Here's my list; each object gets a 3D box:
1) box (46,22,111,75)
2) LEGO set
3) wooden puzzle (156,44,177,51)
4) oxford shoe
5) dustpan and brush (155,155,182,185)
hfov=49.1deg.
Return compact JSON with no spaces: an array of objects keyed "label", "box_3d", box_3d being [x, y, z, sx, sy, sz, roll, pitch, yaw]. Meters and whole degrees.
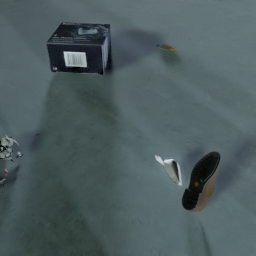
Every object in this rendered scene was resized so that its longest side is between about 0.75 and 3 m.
[{"label":"box","box_3d":[-2.167,-3.762,13.080,2.477,1.479,2.519,3,40,4]},{"label":"LEGO set","box_3d":[-3.916,0.844,8.470,1.327,0.579,2.043,-14,43,-16]},{"label":"wooden puzzle","box_3d":[1.982,-4.178,14.598,0.968,0.113,0.653,31,46,31]},{"label":"oxford shoe","box_3d":[2.010,1.407,7.343,0.608,0.707,1.674,24,86,51]},{"label":"dustpan and brush","box_3d":[1.146,1.081,7.953,0.319,1.113,0.777,-23,37,21]}]
